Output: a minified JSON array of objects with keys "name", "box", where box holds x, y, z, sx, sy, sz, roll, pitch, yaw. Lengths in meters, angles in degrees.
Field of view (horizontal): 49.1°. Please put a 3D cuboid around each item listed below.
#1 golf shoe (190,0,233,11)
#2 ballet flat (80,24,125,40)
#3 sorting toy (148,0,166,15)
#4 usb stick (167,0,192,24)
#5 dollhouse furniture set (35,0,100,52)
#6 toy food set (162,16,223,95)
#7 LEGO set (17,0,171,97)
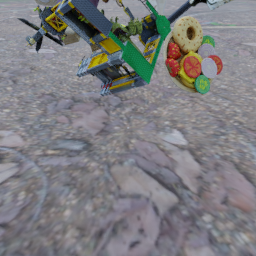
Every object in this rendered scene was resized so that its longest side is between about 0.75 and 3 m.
[{"name":"golf shoe","box":[2.348,-3.221,6.855,1.745,0.848,0.683,21,1,32]},{"name":"ballet flat","box":[-1.236,-3.355,9.955,2.695,0.901,0.903,9,45,-9]},{"name":"sorting toy","box":[0.765,-3.740,7.557,0.958,1.615,1.794,-7,42,-4]},{"name":"usb stick","box":[1.661,-3.823,9.344,1.492,0.243,0.414,-44,18,-13]},{"name":"dollhouse furniture set","box":[-1.580,-2.537,7.122,1.640,2.311,1.831,11,73,10]},{"name":"toy food set","box":[1.346,-1.431,5.775,0.355,1.444,1.459,-12,46,61]},{"name":"LEGO set","box":[-0.560,-1.883,5.412,1.571,2.711,2.085,-8,63,44]}]
